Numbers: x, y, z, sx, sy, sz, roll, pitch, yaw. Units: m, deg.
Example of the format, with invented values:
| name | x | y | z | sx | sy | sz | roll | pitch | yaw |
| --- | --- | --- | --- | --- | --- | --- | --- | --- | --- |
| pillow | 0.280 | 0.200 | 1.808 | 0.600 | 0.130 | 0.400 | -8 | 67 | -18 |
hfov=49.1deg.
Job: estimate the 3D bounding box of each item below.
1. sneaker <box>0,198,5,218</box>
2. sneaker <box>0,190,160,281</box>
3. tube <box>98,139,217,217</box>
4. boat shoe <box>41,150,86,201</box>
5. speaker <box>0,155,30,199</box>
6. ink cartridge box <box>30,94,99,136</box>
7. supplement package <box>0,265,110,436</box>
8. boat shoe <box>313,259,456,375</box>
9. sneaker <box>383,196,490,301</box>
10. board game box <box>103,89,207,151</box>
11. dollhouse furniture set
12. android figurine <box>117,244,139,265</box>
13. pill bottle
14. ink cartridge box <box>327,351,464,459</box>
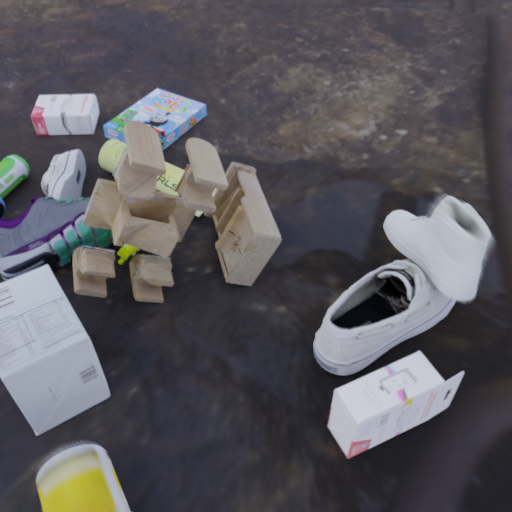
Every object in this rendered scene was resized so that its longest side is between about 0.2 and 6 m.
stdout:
| name | x | y | z | sx | sy | sz | roll | pitch | yaw |
| --- | --- | --- | --- | --- | --- | --- | --- | --- | --- |
| sneaker | -4.575 | 0.032 | 7.861 | 1.034 | 0.931 | 2.655 | 36 | 60 | 21 |
| sneaker | -2.636 | -0.625 | 8.198 | 2.581 | 0.960 | 1.130 | -28 | 73 | -24 |
| tube | -1.617 | -1.328 | 9.383 | 2.191 | 0.569 | 0.636 | 27 | 90 | 18 |
| boat shoe | -3.228 | -1.183 | 9.178 | 0.559 | 0.612 | 1.701 | -7 | 46 | 1 |
| speaker | -4.269 | -1.194 | 9.261 | 0.495 | 0.495 | 1.119 | 16 | 48 | 15 |
| ink cartridge box | -3.631 | -2.709 | 10.733 | 1.090 | 0.462 | 0.794 | -3 | 46 | -1 |
| supplement package | -2.494 | 1.076 | 6.523 | 0.959 | 1.247 | 1.304 | -26 | 51 | -23 |
| boat shoe | 1.810 | 0.501 | 7.299 | 2.678 | 0.880 | 0.964 | -26 | 52 | -26 |
| sneaker | 2.378 | -0.388 | 7.364 | 0.686 | 1.075 | 1.861 | -8 | 35 | -19 |
| board game box | -1.912 | -2.589 | 10.730 | 1.221 | 0.295 | 1.615 | 24 | 50 | 22 |
| dollhouse furniture set | -1.071 | -0.628 | 7.639 | 2.403 | 2.207 | 1.564 | 10 | 40 | -29 |
| android figurine | -1.671 | -0.277 | 8.082 | 0.201 | 0.980 | 0.892 | 39 | 14 | -8 |
| pill bottle | -1.550 | 2.501 | 5.250 | 0.723 | 0.723 | 1.290 | -22 | 49 | -20 |
| ink cartridge box | 1.557 | 1.617 | 6.298 | 1.428 | 0.832 | 0.482 | -18 | 49 | -18 |
